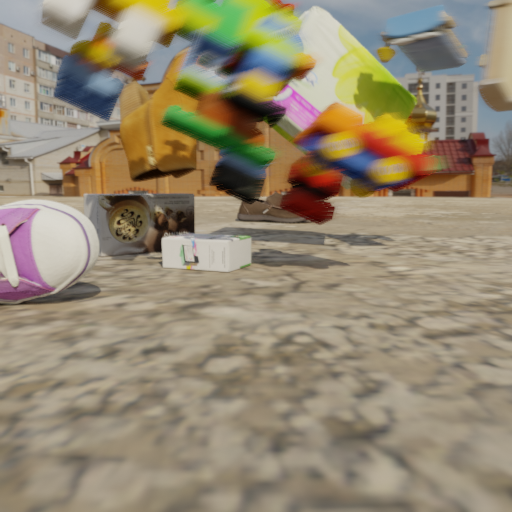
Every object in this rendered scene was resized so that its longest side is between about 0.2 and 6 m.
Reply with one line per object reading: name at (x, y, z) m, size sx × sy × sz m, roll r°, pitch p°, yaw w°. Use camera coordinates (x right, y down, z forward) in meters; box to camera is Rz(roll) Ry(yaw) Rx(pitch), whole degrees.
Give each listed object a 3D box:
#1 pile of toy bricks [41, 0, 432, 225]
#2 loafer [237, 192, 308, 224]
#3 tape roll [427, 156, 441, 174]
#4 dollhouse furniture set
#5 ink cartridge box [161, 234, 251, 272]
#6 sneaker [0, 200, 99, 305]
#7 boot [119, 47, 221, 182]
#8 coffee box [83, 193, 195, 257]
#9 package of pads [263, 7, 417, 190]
pile of toy bricks at (-0.129, -2.345, 6.925) m, size 4.602 × 2.272 × 2.553 m, roll 23°, pitch -19°, yaw -18°
loafer at (0.663, -1.567, 17.981) m, size 2.773 × 0.984 × 1.013 m, roll 3°, pitch 8°, yaw 19°
tape roll at (2.926, -1.698, 10.778) m, size 1.183 × 0.284 × 1.183 m, roll -7°, pitch 2°, yaw 0°
dollhouse furniture set at (2.981, -2.733, 8.488) m, size 1.898 × 1.239 × 1.792 m, roll 4°, pitch -11°, yaw 39°
ink cartridge box at (-0.754, -0.062, 8.566) m, size 1.140 × 0.479 × 0.826 m, roll 3°, pitch 8°, yaw 23°
sneaker at (-3.095, 0.176, 5.353) m, size 2.910 × 1.055 × 1.659 m, roll -7°, pitch 12°, yaw 8°
boot at (-1.212, -2.441, 9.831) m, size 2.667 × 1.909 × 0.939 m, roll -19°, pitch -12°, yaw 20°
coffee box at (-2.147, -0.621, 10.473) m, size 1.936 × 1.094 × 0.773 m, roll -5°, pitch 9°, yaw -38°
package of pads at (1.335, -2.695, 9.672) m, size 2.581 × 1.994 × 0.880 m, roll 35°, pitch -9°, yaw -19°
